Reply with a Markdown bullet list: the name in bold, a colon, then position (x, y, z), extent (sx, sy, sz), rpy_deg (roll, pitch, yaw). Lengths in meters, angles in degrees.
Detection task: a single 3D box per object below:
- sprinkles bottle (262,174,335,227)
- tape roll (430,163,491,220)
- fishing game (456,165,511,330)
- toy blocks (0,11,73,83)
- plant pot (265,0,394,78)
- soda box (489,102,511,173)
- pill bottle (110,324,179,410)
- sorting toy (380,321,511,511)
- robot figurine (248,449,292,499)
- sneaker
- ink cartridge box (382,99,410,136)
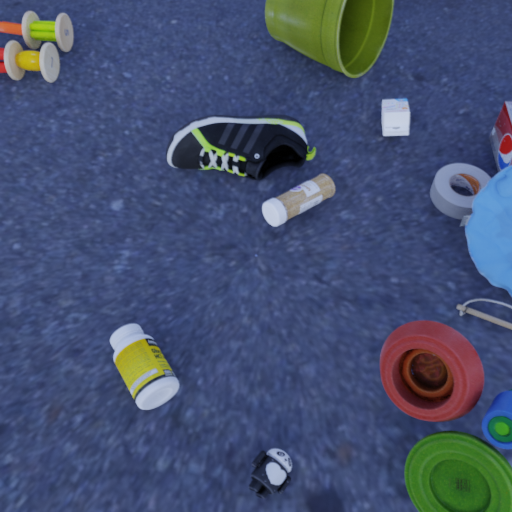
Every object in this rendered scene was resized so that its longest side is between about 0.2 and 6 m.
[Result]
- **sprinkles bottle**: position (0.853, -1.115, 11.085), extent (1.539, 0.525, 0.525), rpy_deg (-29, 60, -28)
- **tape roll**: position (4.201, -1.322, 11.424), extent (1.206, 0.398, 1.206), rpy_deg (0, 56, 0)
- **fishing game**: position (5.008, -0.383, 9.938), extent (2.619, 0.569, 3.658), rpy_deg (20, 90, 11)
- **toy blocks**: position (-6.073, -5.215, 13.795), extent (2.555, 0.928, 2.129), rpy_deg (5, 56, 3)
- **plant pot**: position (1.625, -5.850, 13.543), extent (2.437, 2.531, 2.531), rpy_deg (26, 58, 31)
- **soda box**: position (5.606, -1.685, 11.247), extent (0.996, 1.100, 3.143), rpy_deg (2, 55, 2)
- **pill bottle**: position (-1.851, 1.764, 9.087), extent (0.729, 0.729, 1.297), rpy_deg (-28, 61, -18)
- **sorting toy**: position (2.963, 2.306, 7.987), extent (1.252, 1.833, 3.051), rpy_deg (-13, 86, -55)
- **robot figurine**: position (0.214, 3.204, 8.260), extent (0.451, 0.543, 0.722), rpy_deg (21, 56, 37)
- **sneaker**: position (-0.299, -2.168, 11.577), extent (3.096, 1.110, 1.282), rpy_deg (-11, 56, -8)
- **ink cartridge box**: position (3.051, -3.012, 12.258), extent (0.558, 0.544, 0.868), rpy_deg (-1, 36, 10)
